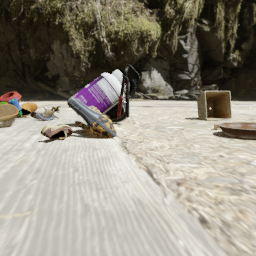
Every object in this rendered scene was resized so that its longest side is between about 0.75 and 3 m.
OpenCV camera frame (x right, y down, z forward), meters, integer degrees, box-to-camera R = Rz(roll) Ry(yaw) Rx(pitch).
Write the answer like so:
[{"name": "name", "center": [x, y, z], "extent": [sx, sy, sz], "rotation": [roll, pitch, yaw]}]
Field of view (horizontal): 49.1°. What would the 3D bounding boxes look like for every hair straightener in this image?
[{"name": "hair straightener", "center": [0.050, -1.027, 8.043], "extent": [0.595, 1.547, 0.317], "rotation": [2, 19, -13]}]

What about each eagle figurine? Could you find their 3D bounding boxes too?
[{"name": "eagle figurine", "center": [-3.988, -0.692, 13.658], "extent": [1.262, 0.952, 0.957], "rotation": [-41, -14, -32]}]

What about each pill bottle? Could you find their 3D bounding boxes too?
[{"name": "pill bottle", "center": [-1.098, -1.270, 11.178], "extent": [2.357, 1.325, 1.325], "rotation": [-39, 14, -7]}]

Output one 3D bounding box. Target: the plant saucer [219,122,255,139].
[{"name": "plant saucer", "center": [3.863, 0.072, 8.602], "extent": [2.077, 0.333, 2.077], "rotation": [1, 7, 0]}]

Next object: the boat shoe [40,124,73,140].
[{"name": "boat shoe", "center": [-1.889, 0.173, 7.836], "extent": [0.435, 0.436, 1.208], "rotation": [36, 10, 21]}]

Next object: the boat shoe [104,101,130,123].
[{"name": "boat shoe", "center": [-1.030, -0.713, 12.304], "extent": [0.803, 0.983, 2.661], "rotation": [-8, 8, -44]}]

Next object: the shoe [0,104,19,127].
[{"name": "shoe", "center": [-5.295, -0.254, 9.972], "extent": [1.008, 0.769, 2.883], "rotation": [50, 33, 19]}]

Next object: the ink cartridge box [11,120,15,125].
[{"name": "ink cartridge box", "center": [-5.708, -0.478, 11.737], "extent": [1.708, 0.641, 1.407], "rotation": [-1, 6, -18]}]

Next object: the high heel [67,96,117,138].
[{"name": "high heel", "center": [-0.897, -0.010, 9.126], "extent": [1.771, 0.887, 2.484], "rotation": [38, -5, 17]}]

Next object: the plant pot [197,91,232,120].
[{"name": "plant pot", "center": [4.184, -1.040, 13.984], "extent": [1.391, 1.393, 1.233], "rotation": [-2, -4, -15]}]

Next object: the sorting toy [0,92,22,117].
[{"name": "sorting toy", "center": [-5.874, -0.905, 13.701], "extent": [1.388, 0.948, 2.310], "rotation": [-4, 33, 16]}]

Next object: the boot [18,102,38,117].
[{"name": "boot", "center": [-5.659, -1.008, 15.453], "extent": [1.977, 0.758, 1.535], "rotation": [-8, 10, -43]}]

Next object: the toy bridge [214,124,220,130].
[{"name": "toy bridge", "center": [3.845, -0.033, 9.887], "extent": [1.570, 0.214, 0.528], "rotation": [2, 7, 15]}]
